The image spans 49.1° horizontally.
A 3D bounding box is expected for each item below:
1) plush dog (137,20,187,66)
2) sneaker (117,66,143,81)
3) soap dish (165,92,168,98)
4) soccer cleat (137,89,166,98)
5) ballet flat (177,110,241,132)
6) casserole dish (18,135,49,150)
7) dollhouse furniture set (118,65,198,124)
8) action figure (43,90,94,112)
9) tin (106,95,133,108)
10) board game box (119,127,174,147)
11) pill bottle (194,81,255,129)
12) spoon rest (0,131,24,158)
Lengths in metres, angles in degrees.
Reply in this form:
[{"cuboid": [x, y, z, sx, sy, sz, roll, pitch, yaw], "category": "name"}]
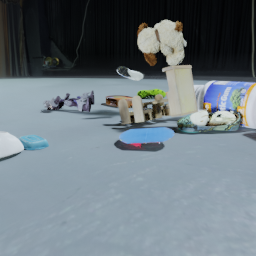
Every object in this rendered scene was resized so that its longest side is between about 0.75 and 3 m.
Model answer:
[{"cuboid": [1.376, -3.862, 12.317, 1.915, 2.230, 1.789, -16, -9, 1], "category": "plush dog"}, {"cuboid": [0.059, -2.203, 11.503, 1.157, 0.416, 0.419, 15, -9, -21], "category": "sneaker"}, {"cuboid": [3.560, -1.638, 14.582, 2.586, 1.050, 2.035, 10, 17, 36], "category": "soap dish"}, {"cuboid": [1.476, -2.152, 17.867, 1.843, 0.622, 0.747, 1, -5, -6], "category": "soccer cleat"}, {"cuboid": [2.710, -0.303, 9.267, 2.145, 0.796, 0.796, -3, 13, -8], "category": "ballet flat"}, {"cuboid": [-2.671, 0.381, 7.843, 0.663, 0.212, 1.095, -11, 16, -40], "category": "casserole dish"}, {"cuboid": [1.134, -1.194, 10.306, 2.172, 1.646, 2.478, -13, 5, -42], "category": "dollhouse furniture set"}, {"cuboid": [-2.920, -1.253, 13.448, 2.531, 0.878, 1.647, -1, 21, 12], "category": "action figure"}, {"cuboid": [-0.281, -1.450, 15.149, 1.306, 0.488, 2.332, -14, 19, -33], "category": "tin"}, {"cuboid": [0.536, 0.330, 7.924, 1.554, 0.303, 1.228, -4, 17, 8], "category": "board game box"}, {"cuboid": [3.659, -0.960, 10.554, 1.583, 1.583, 2.824, -11, 17, -40], "category": "pill bottle"}, {"cuboid": [-3.614, 0.524, 6.334, 1.467, 0.895, 2.952, 5, 1, 16], "category": "spoon rest"}]
